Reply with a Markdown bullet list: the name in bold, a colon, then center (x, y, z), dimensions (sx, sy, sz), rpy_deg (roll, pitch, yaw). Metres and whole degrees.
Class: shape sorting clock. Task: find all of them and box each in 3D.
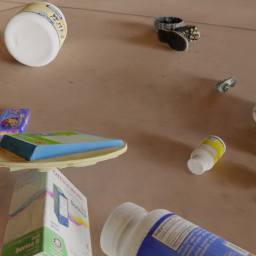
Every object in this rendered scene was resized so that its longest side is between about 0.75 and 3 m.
- **shape sorting clock**: center (-1.200, 0.380, 4.915), dimensions (2.372, 0.465, 2.372), rpy_deg (2, 5, 0)

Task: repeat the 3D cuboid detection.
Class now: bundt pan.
- **bundt pan**: center (1.966, -5.050, 13.811), dimensions (1.488, 0.559, 1.488), rpy_deg (0, 36, 0)

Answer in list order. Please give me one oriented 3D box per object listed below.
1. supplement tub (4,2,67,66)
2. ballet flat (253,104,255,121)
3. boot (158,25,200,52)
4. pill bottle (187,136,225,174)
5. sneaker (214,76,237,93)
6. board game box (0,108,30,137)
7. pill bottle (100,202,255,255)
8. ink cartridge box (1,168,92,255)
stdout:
- **supplement tub**: center (-3.394, -3.685, 10.698), dimensions (1.898, 1.898, 2.628), rpy_deg (-1, 35, -1)
- **ballet flat**: center (3.581, -0.246, 6.818), dimensions (0.992, 0.992, 2.858), rpy_deg (3, 36, 4)
- **boot**: center (2.420, -3.931, 12.094), dimensions (1.564, 0.760, 2.077), rpy_deg (-17, 32, -21)
- **pill bottle**: center (1.632, 0.574, 5.883), dimensions (0.504, 0.504, 0.906), rpy_deg (26, 43, 32)
- **sneaker**: center (3.107, -1.452, 8.897), dimensions (0.927, 0.360, 0.400), rpy_deg (-27, 40, -33)
- **board game box**: center (-2.932, -0.155, 7.167), dimensions (0.649, 0.216, 0.965), rpy_deg (-3, 35, -4)
- **pill bottle**: center (0.612, 1.746, 3.599), dimensions (1.983, 1.111, 1.111), rpy_deg (18, 38, 36)
- **ink cartridge box**: center (-1.097, 1.431, 4.012), dimensions (0.684, 1.136, 1.563), rpy_deg (-28, 36, 6)
